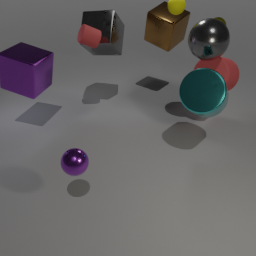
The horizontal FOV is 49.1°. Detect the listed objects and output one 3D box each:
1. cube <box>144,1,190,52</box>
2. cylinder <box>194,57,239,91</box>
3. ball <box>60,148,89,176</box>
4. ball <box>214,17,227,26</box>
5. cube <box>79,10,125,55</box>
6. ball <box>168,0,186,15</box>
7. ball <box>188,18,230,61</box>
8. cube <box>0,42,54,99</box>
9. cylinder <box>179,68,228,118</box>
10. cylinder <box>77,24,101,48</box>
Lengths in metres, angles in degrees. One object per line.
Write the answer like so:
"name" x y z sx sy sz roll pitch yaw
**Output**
"cube" 1.735 -4.572 12.610 1.400 1.400 1.400 33 56 21
"cylinder" 3.470 -2.084 10.995 1.400 1.400 1.400 22 20 32
"ball" -1.330 0.850 7.006 0.700 0.700 0.700 0 31 0
"ball" 3.585 -4.080 11.241 0.700 0.700 0.700 0 31 0
"cube" -1.061 -3.966 11.827 1.400 1.400 1.400 5 -4 17
"ball" 1.916 -4.851 11.069 0.700 0.700 0.700 0 31 0
"ball" 2.794 -3.049 9.699 1.400 1.400 1.400 0 31 0
"cube" -3.737 -2.145 10.386 1.400 1.400 1.400 19 36 5
"cylinder" 2.469 -1.085 9.019 1.400 1.400 1.400 14 2 22
"cylinder" -1.462 -3.452 10.560 0.700 0.700 0.700 13 23 -29
